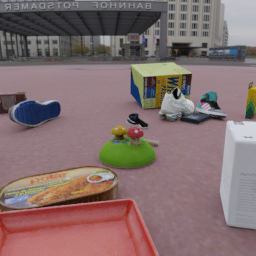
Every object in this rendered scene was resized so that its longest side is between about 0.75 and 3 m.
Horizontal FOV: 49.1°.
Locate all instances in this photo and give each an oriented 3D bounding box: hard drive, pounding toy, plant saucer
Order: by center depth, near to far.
[{"bbox_3d":[-0.823,1.860,3.811,2.396,0.440,2.392,-3,16,-11],"label":"plant saucer"},{"bbox_3d":[0.038,0.321,8.115,1.607,0.966,2.082,4,17,13],"label":"pounding toy"},{"bbox_3d":[2.922,-0.430,12.051,0.846,0.199,1.212,13,21,38],"label":"hard drive"}]

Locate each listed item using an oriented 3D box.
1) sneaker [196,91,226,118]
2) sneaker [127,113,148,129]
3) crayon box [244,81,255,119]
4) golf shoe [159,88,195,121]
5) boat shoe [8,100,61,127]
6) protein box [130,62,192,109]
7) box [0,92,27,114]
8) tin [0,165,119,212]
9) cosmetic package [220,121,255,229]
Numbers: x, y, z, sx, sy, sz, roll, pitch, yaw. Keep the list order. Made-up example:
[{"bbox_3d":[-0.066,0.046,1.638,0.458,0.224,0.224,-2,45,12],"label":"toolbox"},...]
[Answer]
[{"bbox_3d":[3.853,-1.104,12.651,0.745,1.075,1.781,10,10,-29],"label":"sneaker"},{"bbox_3d":[0.424,-0.290,10.743,0.881,0.493,0.322,13,38,-10],"label":"sneaker"},{"bbox_3d":[5.570,-1.263,12.492,0.395,1.555,0.987,10,20,31],"label":"crayon box"},{"bbox_3d":[2.361,-1.189,12.668,1.055,1.311,2.696,13,20,29],"label":"golf shoe"},{"bbox_3d":[-3.954,-0.612,11.514,1.041,1.039,2.877,1,6,19],"label":"boat shoe"},{"bbox_3d":[1.673,-2.354,15.092,2.555,1.724,2.536,-6,27,-13],"label":"protein box"},{"bbox_3d":[-5.830,-1.215,13.449,1.853,0.928,0.694,-3,17,-11],"label":"box"},{"bbox_3d":[-1.346,1.304,5.701,2.394,0.501,1.340,-7,22,-23],"label":"tin"},{"bbox_3d":[2.513,0.822,5.200,1.345,1.630,1.343,3,17,12],"label":"cosmetic package"}]
